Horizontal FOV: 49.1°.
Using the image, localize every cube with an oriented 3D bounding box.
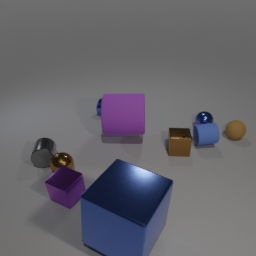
[{"bbox_3d":[-0.019,1.756,5.881,1.400,1.400,1.400,19,34,22],"label":"cube"},{"bbox_3d":[-1.629,1.547,7.376,0.700,0.700,0.700,16,40,26],"label":"cube"},{"bbox_3d":[1.701,0.461,9.310,0.700,0.700,0.700,2,30,4],"label":"cube"}]

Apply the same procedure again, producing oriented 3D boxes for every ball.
[{"bbox_3d":[2.882,-0.287,10.608,0.700,0.700,0.700,0,30,0],"label":"ball"},{"bbox_3d":[-1.950,1.060,8.276,0.700,0.700,0.700,0,30,0],"label":"ball"},{"bbox_3d":[3.852,0.064,10.009,0.700,0.700,0.700,0,30,0],"label":"ball"}]

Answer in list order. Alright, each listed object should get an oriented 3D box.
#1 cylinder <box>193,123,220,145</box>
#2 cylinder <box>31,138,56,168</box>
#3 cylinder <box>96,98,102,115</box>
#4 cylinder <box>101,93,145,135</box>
[{"bbox_3d":[2.646,0.206,9.513,0.700,0.700,0.700,-6,30,-2],"label":"cylinder"},{"bbox_3d":[-2.636,0.767,8.783,0.700,0.700,0.700,-4,30,-6],"label":"cylinder"},{"bbox_3d":[-0.836,-0.836,11.546,0.700,0.700,0.700,12,32,21],"label":"cylinder"},{"bbox_3d":[-0.125,-0.473,9.556,1.400,1.400,1.400,0,30,4],"label":"cylinder"}]
